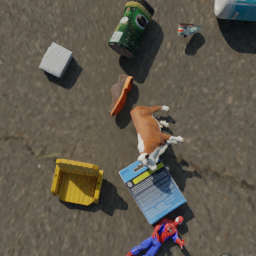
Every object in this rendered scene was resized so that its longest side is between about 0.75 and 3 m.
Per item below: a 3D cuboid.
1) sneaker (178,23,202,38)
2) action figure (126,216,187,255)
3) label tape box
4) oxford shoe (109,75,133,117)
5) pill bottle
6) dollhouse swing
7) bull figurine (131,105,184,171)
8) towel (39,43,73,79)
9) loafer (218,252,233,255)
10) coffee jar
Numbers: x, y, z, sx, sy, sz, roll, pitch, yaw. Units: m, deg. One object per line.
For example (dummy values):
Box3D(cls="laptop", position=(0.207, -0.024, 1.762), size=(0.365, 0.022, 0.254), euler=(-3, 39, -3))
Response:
Box3D(cls="sneaker", position=(2.317, -3.679, 10.662), size=(1.066, 0.375, 0.498), euler=(-8, 124, -32))
Box3D(cls="action figure", position=(0.932, 4.116, 9.705), size=(2.793, 1.382, 0.911), euler=(-42, 87, -6))
Box3D(cls="label tape box", position=(0.859, 2.118, 10.170), size=(1.537, 0.709, 2.145), euler=(-32, 84, -3))
Box3D(cls="oxford shoe", position=(-0.387, -1.230, 10.576), size=(0.613, 0.599, 1.681), euler=(22, 78, 16))
Box3D(cls="pill bottle", position=(4.713, -4.741, 10.359), size=(2.687, 1.488, 1.488), euler=(5, 85, 0))
Box3D(cls="dollhouse swing", position=(-1.784, 1.900, 9.629), size=(1.667, 1.465, 1.515), euler=(11, 83, -1))
Box3D(cls="bull figurine", position=(0.914, 0.215, 9.761), size=(1.600, 0.858, 2.636), euler=(-3, 53, -16))
Box3D(cls="towel", position=(-2.718, -2.555, 10.690), size=(0.938, 0.485, 1.132), euler=(26, 87, 4))
Box3D(cls="loafer", position=(4.075, 5.630, 9.790), size=(0.935, 0.818, 2.602), euler=(-31, 86, -3))
Box3D(cls="coffee jar", position=(0.153, -3.791, 10.466), size=(1.104, 0.903, 2.117), euler=(28, 84, -41))
